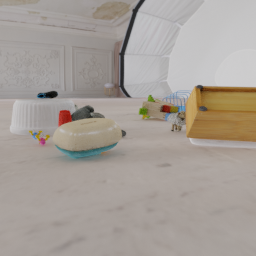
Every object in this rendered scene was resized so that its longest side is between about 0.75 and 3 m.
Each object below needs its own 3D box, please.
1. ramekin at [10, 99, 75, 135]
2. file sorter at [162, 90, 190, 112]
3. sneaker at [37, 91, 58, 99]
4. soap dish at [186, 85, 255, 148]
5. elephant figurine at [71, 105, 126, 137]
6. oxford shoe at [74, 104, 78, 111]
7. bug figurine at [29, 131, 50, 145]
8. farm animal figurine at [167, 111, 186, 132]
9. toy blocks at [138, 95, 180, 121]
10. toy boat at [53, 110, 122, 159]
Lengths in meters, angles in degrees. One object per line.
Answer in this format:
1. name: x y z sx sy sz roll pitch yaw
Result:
1. ramekin: -3.141 -0.488 10.589 2.549 1.187 2.549 -1 7 0
2. file sorter: 3.027 -1.472 16.541 1.283 1.134 1.849 7 23 36
3. sneaker: -3.159 -1.266 10.985 0.823 0.301 0.337 -9 16 0
4. soap dish: 3.069 -0.411 8.102 2.725 1.107 2.144 3 32 10
5. elephant figurine: -1.021 -0.105 9.042 1.547 1.094 1.200 24 49 33
6. oxford shoe: -3.284 -0.730 13.387 1.074 0.824 2.855 -2 6 24
7. bug figurine: -2.282 0.289 8.259 1.231 0.317 0.955 1 13 -21
8. farm animal figurine: 2.907 -0.422 9.938 2.377 1.240 2.351 -3 9 -21
9. toy blocks: 1.870 -0.935 14.633 1.762 1.288 2.577 15 14 21
10. toy boat: -1.177 0.215 7.108 1.778 0.983 2.116 -12 22 -38
